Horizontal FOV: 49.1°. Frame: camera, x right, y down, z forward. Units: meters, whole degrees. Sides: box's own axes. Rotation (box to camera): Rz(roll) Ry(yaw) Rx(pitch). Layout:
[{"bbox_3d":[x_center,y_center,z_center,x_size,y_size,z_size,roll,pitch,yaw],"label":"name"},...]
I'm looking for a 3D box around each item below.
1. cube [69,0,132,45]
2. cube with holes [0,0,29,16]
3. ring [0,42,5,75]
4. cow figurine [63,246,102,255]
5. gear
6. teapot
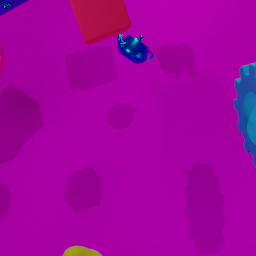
[{"bbox_3d":[-0.423,-1.742,4.247,0.722,0.722,0.722,-20,104,0],"label":"cube"},{"bbox_3d":[-2.793,-3.115,5.384,1.304,1.304,1.304,48,65,-4],"label":"cube with holes"},{"bbox_3d":[-3.255,-1.519,5.716,1.433,1.433,0.287,-2,26,-1],"label":"ring"},{"bbox_3d":[-0.885,2.569,4.690,1.606,1.580,0.881,-33,53,16],"label":"cow figurine"},{"bbox_3d":[2.503,-0.189,5.173,0.374,2.020,2.020,-11,70,4],"label":"gear"},{"bbox_3d":[0.138,-1.944,6.693,0.627,1.280,0.796,-56,40,16],"label":"teapot"}]
